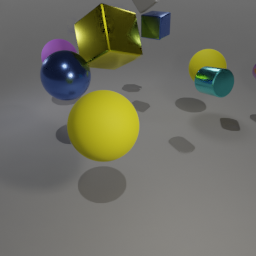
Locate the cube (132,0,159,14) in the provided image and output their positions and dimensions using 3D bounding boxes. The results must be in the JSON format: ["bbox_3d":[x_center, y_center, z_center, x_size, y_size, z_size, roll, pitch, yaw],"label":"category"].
[{"bbox_3d":[0.614,-4.692,10.168,0.700,0.700,0.700,-28,15,27],"label":"cube"}]

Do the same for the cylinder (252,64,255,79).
[{"bbox_3d":[4.288,-1.702,8.640,0.700,0.700,0.700,4,26,7],"label":"cylinder"}]

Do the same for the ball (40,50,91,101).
[{"bbox_3d":[-1.749,-1.473,7.902,1.400,1.400,1.400,0,30,0],"label":"ball"}]

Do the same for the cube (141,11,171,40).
[{"bbox_3d":[0.883,-3.272,8.899,0.700,0.700,0.700,18,39,28],"label":"cube"}]

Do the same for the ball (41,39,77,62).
[{"bbox_3d":[-2.691,-2.791,11.073,1.400,1.400,1.400,0,30,0],"label":"ball"}]

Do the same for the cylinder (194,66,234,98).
[{"bbox_3d":[2.165,-1.171,7.058,0.700,0.700,0.700,-14,22,-22],"label":"cylinder"}]

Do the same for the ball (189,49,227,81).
[{"bbox_3d":[3.028,-2.296,10.702,1.400,1.400,1.400,0,30,0],"label":"ball"}]

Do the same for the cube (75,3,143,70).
[{"bbox_3d":[-0.598,-2.709,8.602,1.400,1.400,1.400,-6,-5,-44],"label":"cube"}]

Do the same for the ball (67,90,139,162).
[{"bbox_3d":[-0.479,-0.040,5.497,1.400,1.400,1.400,0,30,0],"label":"ball"}]
